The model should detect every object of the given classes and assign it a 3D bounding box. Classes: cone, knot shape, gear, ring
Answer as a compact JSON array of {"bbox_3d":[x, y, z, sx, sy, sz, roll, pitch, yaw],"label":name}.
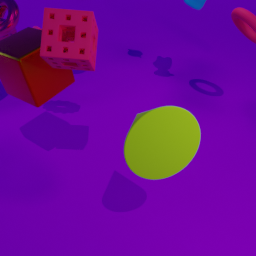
[{"bbox_3d":[0.286,0.002,3.805,0.997,0.997,1.001,-11,27,-13],"label":"cone"},{"bbox_3d":[-3.688,-2.560,7.447,1.837,0.849,1.719,-22,27,46],"label":"knot shape"},{"bbox_3d":[-1.647,-1.932,6.374,1.186,0.219,1.186,13,-3,1],"label":"gear"},{"bbox_3d":[3.235,-2.677,7.420,0.253,1.264,1.264,-45,38,15],"label":"ring"}]

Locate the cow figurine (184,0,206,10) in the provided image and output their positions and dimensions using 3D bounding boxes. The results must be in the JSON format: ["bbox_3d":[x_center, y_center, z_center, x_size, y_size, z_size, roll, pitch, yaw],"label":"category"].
[{"bbox_3d":[2.055,-4.110,7.929,0.846,1.541,1.516,24,4,-13],"label":"cow figurine"}]

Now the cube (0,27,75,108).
[{"bbox_3d":[-1.840,-1.204,5.440,1.033,1.033,1.033,23,50,30],"label":"cube"}]

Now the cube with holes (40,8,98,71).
[{"bbox_3d":[-0.898,-1.367,4.447,0.723,0.723,0.723,5,-2,0],"label":"cube with holes"}]
